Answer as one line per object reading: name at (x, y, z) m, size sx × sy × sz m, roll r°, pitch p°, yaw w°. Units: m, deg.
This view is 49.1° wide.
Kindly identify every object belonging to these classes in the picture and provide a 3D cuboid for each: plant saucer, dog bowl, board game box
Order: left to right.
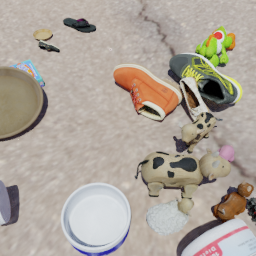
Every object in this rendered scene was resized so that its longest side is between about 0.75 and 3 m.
plant saucer at (-3.930, -0.782, 8.658) m, size 2.590 × 0.382 × 2.590 m, roll 3°, pitch 63°, yaw -7°
board game box at (-3.904, -1.644, 9.659) m, size 1.645 × 0.370 × 1.251 m, roll -26°, pitch 56°, yaw -19°
plant saucer at (-3.513, -3.828, 11.558) m, size 0.785 × 0.139 × 0.785 m, roll 0°, pitch 51°, yaw 0°
dog bowl at (-0.717, 2.107, 6.498) m, size 1.569 × 0.618 × 1.569 m, roll 0°, pitch 51°, yaw 0°

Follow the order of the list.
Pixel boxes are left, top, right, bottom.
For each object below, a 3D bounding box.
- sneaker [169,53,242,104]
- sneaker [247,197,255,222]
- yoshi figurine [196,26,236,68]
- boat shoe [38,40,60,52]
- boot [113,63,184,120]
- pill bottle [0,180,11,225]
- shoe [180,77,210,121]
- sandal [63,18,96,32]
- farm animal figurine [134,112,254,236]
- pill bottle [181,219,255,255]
sneaker at (2.348, -1.635, 8.942) m, size 2.658 × 0.990 × 1.125 m, roll 35°, pitch 32°, yaw 25°
sneaker at (3.395, 2.182, 6.526) m, size 0.672 × 0.486 × 1.375 m, roll -21°, pitch 57°, yaw -16°
yoshi figurine at (3.182, -2.844, 10.399) m, size 1.243 × 1.248 × 2.220 m, roll 56°, pitch 47°, yaw -7°
boat shoe at (-3.078, -3.136, 10.926) m, size 0.902 × 0.330 × 0.283 m, roll 21°, pitch 83°, yaw 7°
boot at (0.378, -1.185, 8.973) m, size 2.530 × 0.949 × 1.357 m, roll 29°, pitch 61°, yaw 19°
pill bottle at (-3.896, 1.915, 6.196) m, size 2.227 × 1.333 × 1.333 m, roll -13°, pitch 52°, yaw -11°
shoe at (1.983, -0.741, 8.448) m, size 0.451 × 0.590 × 1.689 m, roll -8°, pitch 76°, yaw -47°
sandal at (-2.097, -4.447, 11.900) m, size 1.580 × 0.378 × 0.594 m, roll 20°, pitch 54°, yaw 16°
farm animal figurine at (1.608, 0.863, 6.897) m, size 2.922 × 1.541 × 2.955 m, roll -10°, pitch 52°, yaw -8°
pill bottle at (2.287, 3.229, 5.017) m, size 1.521 × 1.521 × 2.796 m, roll -20°, pitch 53°, yaw -16°
